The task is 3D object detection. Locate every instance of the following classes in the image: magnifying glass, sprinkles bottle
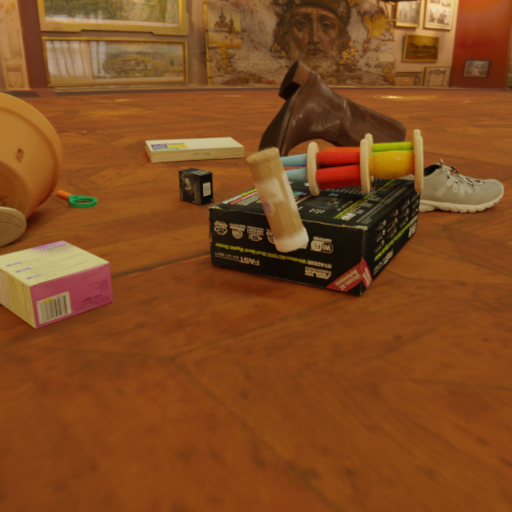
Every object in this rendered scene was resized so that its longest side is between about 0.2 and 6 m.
[{"bbox_3d":[-3.996,-1.246,12.315,0.554,0.156,1.393,-20,30,-41],"label":"magnifying glass"},{"bbox_3d":[0.278,-0.716,7.257,0.443,1.299,0.443,-18,18,6],"label":"sprinkles bottle"}]

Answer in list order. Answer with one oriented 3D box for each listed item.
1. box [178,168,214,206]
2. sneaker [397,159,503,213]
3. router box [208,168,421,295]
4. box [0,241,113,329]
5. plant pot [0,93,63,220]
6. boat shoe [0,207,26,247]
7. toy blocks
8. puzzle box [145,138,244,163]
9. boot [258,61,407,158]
[{"bbox_3d":[-1.309,-1.508,12.198,0.701,0.689,0.411,18,29,40],"label":"box"},{"bbox_3d":[3.978,-1.478,11.625,2.519,1.033,0.941,-4,21,-9],"label":"sneaker"},{"bbox_3d":[1.105,-0.582,9.275,2.466,1.022,3.290,11,23,27],"label":"router box"},{"bbox_3d":[-2.739,0.339,7.466,1.252,0.605,1.102,20,28,40],"label":"box"},{"bbox_3d":[-4.891,-1.526,10.224,2.462,2.462,1.723,-4,37,-10],"label":"plant pot"},{"bbox_3d":[-5.004,-0.432,9.300,2.163,0.778,0.701,-19,32,-28],"label":"boat shoe"},{"bbox_3d":[1.455,-1.490,9.014,2.321,0.843,1.934,-1,17,14],"label":"toy blocks"},{"bbox_3d":[-1.956,-3.313,17.389,2.819,0.358,1.876,-5,22,-13],"label":"puzzle box"},{"bbox_3d":[1.660,-2.150,11.143,2.973,2.771,0.955,27,-22,-20],"label":"boot"}]
